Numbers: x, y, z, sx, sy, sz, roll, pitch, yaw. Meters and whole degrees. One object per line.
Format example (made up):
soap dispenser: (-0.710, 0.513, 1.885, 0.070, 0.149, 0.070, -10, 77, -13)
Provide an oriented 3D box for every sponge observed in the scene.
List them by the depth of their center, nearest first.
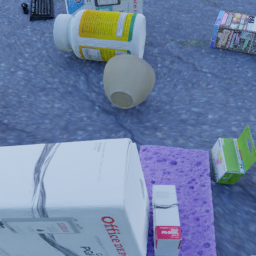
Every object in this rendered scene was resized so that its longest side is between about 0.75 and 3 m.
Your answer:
sponge: (0.890, 1.589, 5.703, 1.605, 0.429, 2.877, 5, 46, 6)

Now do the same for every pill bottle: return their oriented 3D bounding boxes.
pill bottle: (-0.930, -3.110, 9.522, 2.900, 1.635, 1.635, 7, 46, 9)

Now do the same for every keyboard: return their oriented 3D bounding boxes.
keyboard: (-4.214, -5.628, 12.975, 1.472, 0.315, 2.452, -9, 45, -9)

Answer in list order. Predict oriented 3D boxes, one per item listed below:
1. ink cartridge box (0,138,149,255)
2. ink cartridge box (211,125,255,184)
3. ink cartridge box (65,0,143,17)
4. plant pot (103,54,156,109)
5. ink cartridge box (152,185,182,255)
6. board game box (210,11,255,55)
ink cartridge box: (-1.157, 1.289, 4.552, 2.803, 2.053, 1.160, -4, 45, 10)
ink cartridge box: (2.252, 0.569, 6.065, 0.448, 1.184, 0.875, 4, 54, -3)
ink cartridge box: (-1.019, -5.007, 11.082, 2.829, 2.076, 2.066, -10, 46, -9)
plant pot: (-0.053, -1.111, 7.711, 1.483, 1.483, 0.996, 9, 54, 9)
ink cartridge box: (0.651, 1.593, 4.883, 0.417, 0.726, 1.000, -1, 46, 3)
board game box: (4.155, -3.604, 10.547, 1.784, 0.864, 1.422, 16, 47, 16)
